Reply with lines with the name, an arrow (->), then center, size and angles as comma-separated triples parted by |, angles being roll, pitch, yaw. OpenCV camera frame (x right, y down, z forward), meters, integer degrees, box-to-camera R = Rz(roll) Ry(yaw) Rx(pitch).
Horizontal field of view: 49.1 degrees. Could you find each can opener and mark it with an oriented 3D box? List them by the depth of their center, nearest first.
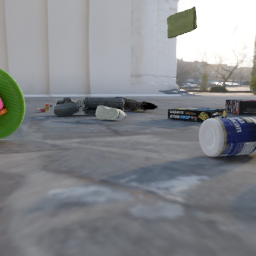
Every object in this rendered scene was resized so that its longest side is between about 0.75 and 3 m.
can opener -> -1.636, -0.788, 12.017 | 2.980, 0.795, 0.996 | 0, 41, -5

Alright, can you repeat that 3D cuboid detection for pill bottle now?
pill bottle -> 1.934, 0.144, 4.961 | 1.189, 0.660, 0.660 | -2, 8, -18

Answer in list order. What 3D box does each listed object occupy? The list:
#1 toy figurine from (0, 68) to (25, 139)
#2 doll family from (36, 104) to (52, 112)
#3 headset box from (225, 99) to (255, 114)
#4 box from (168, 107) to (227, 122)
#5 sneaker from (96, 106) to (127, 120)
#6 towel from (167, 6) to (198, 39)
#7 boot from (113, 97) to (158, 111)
toy figurine -> -3.416, -0.153, 5.248 | 2.281, 1.712, 2.099 | -21, 15, 9
doll family -> -4.092, -0.911, 13.662 | 0.514, 0.373, 0.829 | 17, 35, 40
headset box -> 5.341, -0.971, 12.740 | 1.230, 0.638, 1.653 | -1, 9, -4
box -> 2.566, -0.518, 10.422 | 1.744, 0.401, 1.386 | 7, 11, 39
sneaker -> -0.668, -0.518, 10.461 | 0.561, 0.532, 1.394 | 6, 7, -44
towel -> 1.898, -3.693, 9.889 | 1.220, 0.905, 0.223 | -6, -10, 42
boot -> 0.221, -1.172, 13.898 | 2.048, 0.709, 1.783 | -2, 8, -28
